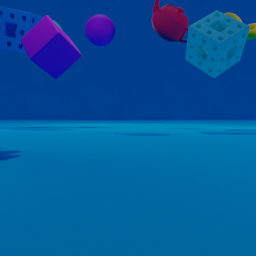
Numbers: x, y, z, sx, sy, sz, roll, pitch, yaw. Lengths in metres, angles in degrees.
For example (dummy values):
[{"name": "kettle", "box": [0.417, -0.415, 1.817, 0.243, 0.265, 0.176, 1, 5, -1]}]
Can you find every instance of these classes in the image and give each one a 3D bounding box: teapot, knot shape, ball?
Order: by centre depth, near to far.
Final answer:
[{"name": "knot shape", "box": [2.611, -2.440, 7.217, 1.289, 0.637, 1.378, 8, -10, -30]}, {"name": "teapot", "box": [1.390, -3.513, 9.090, 1.232, 1.982, 0.970, -32, -11, -48]}, {"name": "ball", "box": [-0.975, -3.426, 9.869, 1.059, 1.059, 1.059, 0, 2, 0]}]

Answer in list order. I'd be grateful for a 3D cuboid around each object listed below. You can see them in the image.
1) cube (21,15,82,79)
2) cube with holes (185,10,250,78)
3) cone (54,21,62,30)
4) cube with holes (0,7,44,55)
[{"name": "cube", "box": [-2.087, -2.181, 7.639, 1.016, 1.016, 1.016, -40, -35, 7]}, {"name": "cube with holes", "box": [1.735, -1.663, 5.551, 0.793, 0.793, 0.793, -34, 57, -19]}, {"name": "cone", "box": [-2.798, -3.374, 10.042, 1.016, 1.016, 1.020, -1, 18, -19]}, {"name": "cube with holes", "box": [-3.456, -3.100, 9.148, 1.239, 1.239, 1.239, 15, 13, 11]}]
